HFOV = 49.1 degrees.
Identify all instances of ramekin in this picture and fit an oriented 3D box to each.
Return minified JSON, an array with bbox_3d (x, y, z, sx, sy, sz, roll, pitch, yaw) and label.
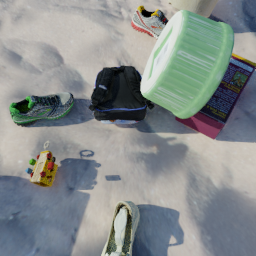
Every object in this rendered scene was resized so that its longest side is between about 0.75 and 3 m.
[{"bbox_3d":[1.549,-1.900,8.202,1.447,2.963,2.963,22,62,-12],"label":"ramekin"}]

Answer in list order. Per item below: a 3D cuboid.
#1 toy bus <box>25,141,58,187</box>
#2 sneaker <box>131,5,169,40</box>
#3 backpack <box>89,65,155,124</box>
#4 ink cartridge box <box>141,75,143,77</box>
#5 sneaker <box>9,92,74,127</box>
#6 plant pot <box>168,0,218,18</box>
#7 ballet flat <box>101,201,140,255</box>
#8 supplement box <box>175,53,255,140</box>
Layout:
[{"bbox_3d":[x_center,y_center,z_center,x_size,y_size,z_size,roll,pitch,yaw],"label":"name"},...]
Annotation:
[{"bbox_3d":[-2.604,1.274,9.016,1.272,0.657,1.200,-47,40,6],"label":"toy bus"},{"bbox_3d":[1.296,-4.301,11.642,2.427,0.997,0.945,23,48,7],"label":"sneaker"},{"bbox_3d":[-0.278,-1.158,9.765,2.106,1.622,2.006,2,62,-7],"label":"backpack"},{"bbox_3d":[0.314,-1.673,10.781,1.389,0.292,0.829,16,65,7],"label":"ink cartridge box"},{"bbox_3d":[-3.024,-0.761,9.913,2.297,0.979,0.896,-21,64,-11],"label":"sneaker"},{"bbox_3d":[2.969,-6.202,11.507,2.934,2.686,2.934,14,34,-10],"label":"plant pot"},{"bbox_3d":[-0.288,3.321,7.821,0.934,0.934,2.687,9,63,5],"label":"ballet flat"},{"bbox_3d":[3.132,-1.286,10.018,1.623,1.260,2.942,30,66,15],"label":"supplement box"}]
